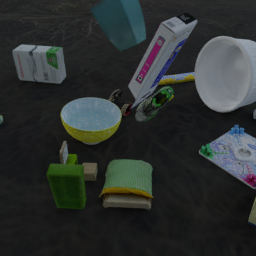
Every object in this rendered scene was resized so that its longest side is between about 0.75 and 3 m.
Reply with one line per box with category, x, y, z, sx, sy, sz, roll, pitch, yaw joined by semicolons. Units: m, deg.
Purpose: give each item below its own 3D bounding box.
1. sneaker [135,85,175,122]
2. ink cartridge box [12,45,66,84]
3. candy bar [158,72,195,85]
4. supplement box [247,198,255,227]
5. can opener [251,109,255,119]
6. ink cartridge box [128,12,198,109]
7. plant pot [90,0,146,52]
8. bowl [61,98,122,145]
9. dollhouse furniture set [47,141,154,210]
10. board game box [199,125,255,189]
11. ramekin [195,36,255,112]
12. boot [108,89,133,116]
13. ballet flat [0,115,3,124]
sneaker;0.385;-0.376;4.476;0.306;0.785;0.334;46;26;2
ink cartridge box;-4.098;-2.994;13.092;2.092;1.534;0.869;7;36;8
candy bar;2.209;-2.352;13.268;2.720;0.301;0.678;-9;38;-11
supplement box;3.637;1.734;6.876;0.825;1.229;1.228;20;41;25
can opener;5.705;-0.498;10.542;1.945;0.512;0.646;10;37;12
ink cartridge box;0.865;-1.922;8.408;0.553;2.985;1.413;40;47;11
plant pot;-0.198;-4.499;11.885;1.500;2.123;1.500;-13;22;38
bowl;-1.233;-0.079;9.459;1.976;1.063;1.976;4;36;-3
dollhouse furniture set;-0.589;1.144;7.608;2.621;1.315;1.717;2;36;2
board game box;3.745;0.794;8.984;2.089;0.270;2.088;-26;44;-31
ramekin;4.049;-2.090;10.883;1.382;2.836;2.836;-10;37;-26
boot;-0.293;-1.003;11.238;1.027;0.499;1.364;16;43;23
ballet flat;-5.899;-0.394;10.124;2.503;0.929;0.929;-7;37;-10
